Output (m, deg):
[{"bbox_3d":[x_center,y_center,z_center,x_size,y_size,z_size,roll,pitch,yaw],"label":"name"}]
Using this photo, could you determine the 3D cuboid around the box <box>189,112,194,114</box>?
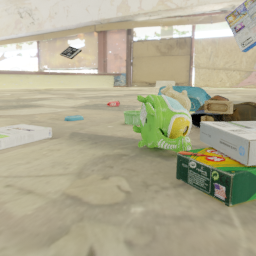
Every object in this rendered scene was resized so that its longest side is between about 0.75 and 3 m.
[{"bbox_3d":[2.798,-0.445,11.429,1.641,0.397,0.963,1,10,18],"label":"box"}]

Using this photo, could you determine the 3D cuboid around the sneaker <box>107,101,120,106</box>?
[{"bbox_3d":[-0.906,-1.456,17.288,0.965,0.356,0.418,2,21,41],"label":"sneaker"}]

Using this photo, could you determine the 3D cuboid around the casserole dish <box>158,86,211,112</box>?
[{"bbox_3d":[2.667,-1.314,13.701,2.749,1.665,0.533,7,57,32],"label":"casserole dish"}]

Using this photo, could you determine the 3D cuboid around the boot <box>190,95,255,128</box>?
[{"bbox_3d":[3.419,-0.217,9.471,1.449,1.117,2.991,-28,26,-17],"label":"boot"}]

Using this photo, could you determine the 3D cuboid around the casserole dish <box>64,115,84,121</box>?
[{"bbox_3d":[-2.291,-0.423,11.908,0.873,0.169,0.529,-8,13,-40],"label":"casserole dish"}]

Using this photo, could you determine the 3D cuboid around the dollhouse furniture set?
[{"bbox_3d":[2.549,-0.210,8.174,1.051,1.105,0.901,8,13,44],"label":"dollhouse furniture set"}]

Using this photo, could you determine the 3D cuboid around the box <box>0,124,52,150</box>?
[{"bbox_3d":[-3.337,0.217,8.002,1.351,0.340,1.872,6,11,31],"label":"box"}]

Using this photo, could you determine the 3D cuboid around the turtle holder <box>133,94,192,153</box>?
[{"bbox_3d":[0.948,-0.152,7.062,1.284,1.374,1.809,3,4,-14],"label":"turtle holder"}]

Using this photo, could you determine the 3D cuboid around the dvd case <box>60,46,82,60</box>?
[{"bbox_3d":[-2.350,-3.096,11.472,0.809,0.100,0.608,27,64,36],"label":"dvd case"}]

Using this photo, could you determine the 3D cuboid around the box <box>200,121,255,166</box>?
[{"bbox_3d":[2.599,0.186,4.956,2.119,0.436,1.652,-2,11,-10],"label":"box"}]

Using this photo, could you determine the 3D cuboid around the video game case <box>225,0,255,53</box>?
[{"bbox_3d":[4.037,-3.427,8.875,0.349,1.392,1.536,-3,-22,-42],"label":"video game case"}]

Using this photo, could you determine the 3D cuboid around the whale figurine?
[{"bbox_3d":[2.229,-1.273,12.933,1.296,1.629,0.845,-43,-18,22],"label":"whale figurine"}]

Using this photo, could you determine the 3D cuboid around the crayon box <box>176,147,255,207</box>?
[{"bbox_3d":[2.053,0.686,4.901,2.055,0.522,1.305,-5,11,-27],"label":"crayon box"}]

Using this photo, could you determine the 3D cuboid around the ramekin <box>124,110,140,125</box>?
[{"bbox_3d":[0.300,-0.406,10.962,0.952,0.465,0.952,0,10,0],"label":"ramekin"}]
